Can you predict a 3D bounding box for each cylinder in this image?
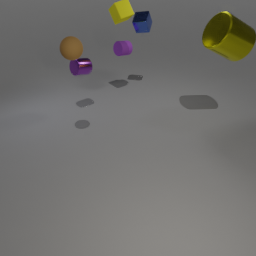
[{"bbox_3d":[-1.964,-2.558,11.691,0.700,0.700,0.700,28,30,37],"label":"cylinder"},{"bbox_3d":[-0.252,-3.928,13.795,0.700,0.700,0.700,28,33,37],"label":"cylinder"},{"bbox_3d":[3.762,-3.392,10.484,1.400,1.400,1.400,16,23,-29],"label":"cylinder"}]

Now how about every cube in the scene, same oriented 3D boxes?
[{"bbox_3d":[-0.288,-4.945,11.912,0.700,0.700,0.700,-30,11,-22],"label":"cube"},{"bbox_3d":[0.691,-5.057,13.390,0.700,0.700,0.700,5,64,23],"label":"cube"}]

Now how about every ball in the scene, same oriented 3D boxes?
[{"bbox_3d":[-1.699,-2.390,8.411,0.700,0.700,0.700,0,32,0],"label":"ball"}]
